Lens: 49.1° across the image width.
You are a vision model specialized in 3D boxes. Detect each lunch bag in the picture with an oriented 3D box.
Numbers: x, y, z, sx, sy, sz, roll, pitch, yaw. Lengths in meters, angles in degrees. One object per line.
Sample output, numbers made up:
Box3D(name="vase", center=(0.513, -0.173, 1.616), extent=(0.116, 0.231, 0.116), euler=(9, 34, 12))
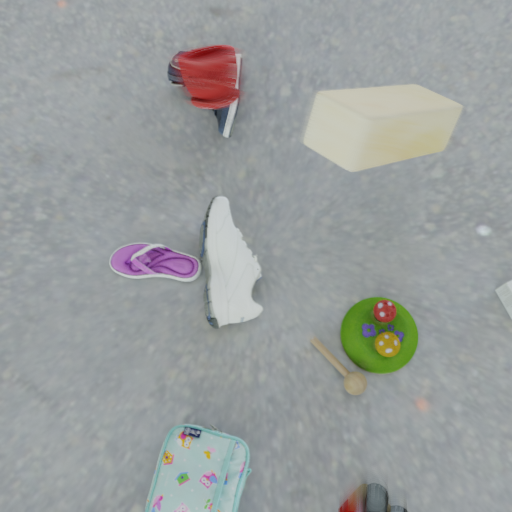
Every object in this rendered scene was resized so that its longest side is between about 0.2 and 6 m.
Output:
Box3D(name="lunch bag", center=(-0.836, 3.432, 8.435), extent=(1.389, 0.668, 1.732), euler=(14, 71, 5))

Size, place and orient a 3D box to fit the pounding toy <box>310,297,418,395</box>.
Box3D(name="pounding toy", center=(1.918, 1.328, 9.123), extent=(1.693, 0.785, 1.306), euler=(-33, 73, -11))

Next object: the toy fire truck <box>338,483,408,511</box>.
Box3D(name="toy fire truck", center=(1.326, 3.585, 6.597), extent=(1.401, 0.902, 1.233), euler=(-38, 67, -24))

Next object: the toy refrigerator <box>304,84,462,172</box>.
Box3D(name="toy refrigerator", center=(1.866, -1.871, 8.082), extent=(2.411, 0.843, 0.915), euler=(-18, 45, -41))

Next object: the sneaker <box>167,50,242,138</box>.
Box3D(name="sneaker", center=(-1.011, -3.120, 10.664), extent=(1.415, 0.745, 1.958), euler=(6, 61, -9))

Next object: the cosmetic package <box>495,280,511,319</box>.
Box3D(name="cosmetic package", center=(4.492, 0.690, 9.514), extent=(0.479, 0.479, 0.581), euler=(-22, 72, -8))

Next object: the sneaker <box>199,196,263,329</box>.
Box3D(name="sneaker", center=(-0.452, 0.082, 9.659), extent=(1.011, 0.865, 2.321), euler=(-3, 77, -13))

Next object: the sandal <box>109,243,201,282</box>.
Box3D(name="sandal", center=(-1.764, 0.062, 9.780), extent=(1.625, 0.399, 0.661), euler=(5, 70, 2))

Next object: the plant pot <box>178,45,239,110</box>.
Box3D(name="plant pot", center=(-0.761, -2.957, 9.312), extent=(0.938, 0.854, 0.938), euler=(-6, 34, 4))
